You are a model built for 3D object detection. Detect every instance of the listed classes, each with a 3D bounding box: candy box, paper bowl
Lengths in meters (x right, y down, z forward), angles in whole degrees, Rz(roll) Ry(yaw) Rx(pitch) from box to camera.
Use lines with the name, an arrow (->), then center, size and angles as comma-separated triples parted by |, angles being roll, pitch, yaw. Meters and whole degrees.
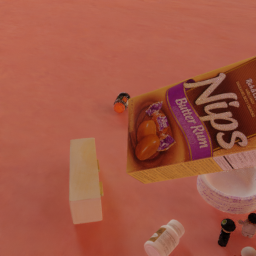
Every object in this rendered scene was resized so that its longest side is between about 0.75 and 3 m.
candy box -> 1.311, -0.084, 4.819 | 2.758, 0.779, 1.609 | -15, 57, 27
paper bowl -> 2.253, 1.302, 6.242 | 1.409, 0.733, 1.409 | 0, 36, 0

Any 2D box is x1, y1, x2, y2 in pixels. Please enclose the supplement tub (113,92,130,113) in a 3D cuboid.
supplement tub -> -0.211, -0.851, 9.475 | 0.472, 0.472, 0.771 | 8, 36, 11

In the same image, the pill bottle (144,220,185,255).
pill bottle -> 0.717, 2.128, 5.339 | 0.446, 0.446, 0.780 | 29, 45, 34

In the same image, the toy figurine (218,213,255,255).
toy figurine -> 2.248, 2.094, 5.197 | 0.948, 0.670, 0.963 | -11, 37, -15

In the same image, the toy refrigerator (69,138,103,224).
toy refrigerator -> -0.966, 1.125, 6.478 | 0.696, 0.755, 1.989 | -5, 35, -7
